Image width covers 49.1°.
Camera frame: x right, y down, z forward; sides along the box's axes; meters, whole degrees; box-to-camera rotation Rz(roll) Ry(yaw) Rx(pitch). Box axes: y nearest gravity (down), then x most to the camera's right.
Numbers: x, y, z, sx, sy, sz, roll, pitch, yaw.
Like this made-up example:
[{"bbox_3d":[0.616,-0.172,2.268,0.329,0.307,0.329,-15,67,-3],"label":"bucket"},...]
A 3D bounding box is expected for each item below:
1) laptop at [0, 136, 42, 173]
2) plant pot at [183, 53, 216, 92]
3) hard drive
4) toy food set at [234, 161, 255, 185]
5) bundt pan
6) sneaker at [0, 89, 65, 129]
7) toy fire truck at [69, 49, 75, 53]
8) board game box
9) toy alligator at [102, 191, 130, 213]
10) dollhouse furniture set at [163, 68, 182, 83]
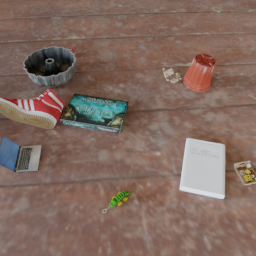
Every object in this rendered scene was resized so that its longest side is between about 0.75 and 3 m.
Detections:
[{"bbox_3d":[-3.852,0.913,10.021,1.252,0.726,1.173,-4,48,-3],"label":"laptop"},{"bbox_3d":[3.316,-2.583,12.748,1.324,1.288,1.324,4,50,-5],"label":"plant pot"},{"bbox_3d":[2.677,1.358,9.908,1.436,0.276,2.177,10,48,9],"label":"hard drive"},{"bbox_3d":[4.177,1.558,9.737,0.629,0.265,0.876,-9,48,-8],"label":"toy food set"},{"bbox_3d":[-3.626,-2.816,13.302,2.450,0.919,2.450,0,48,0],"label":"bundt pan"},{"bbox_3d":[-3.988,-0.995,11.599,2.735,0.974,1.538,18,53,6],"label":"sneaker"},{"bbox_3d":[-3.405,-3.795,14.646,1.159,0.283,0.817,0,48,-2],"label":"toy fire truck"},{"bbox_3d":[-1.354,-0.633,11.695,2.471,0.348,1.671,9,48,8],"label":"board game box"},{"bbox_3d":[-0.378,2.321,9.009,1.121,0.304,0.332,-32,55,-26],"label":"toy alligator"},{"bbox_3d":[2.081,-2.536,13.053,0.677,0.794,0.388,-29,27,-8],"label":"dollhouse furniture set"}]
